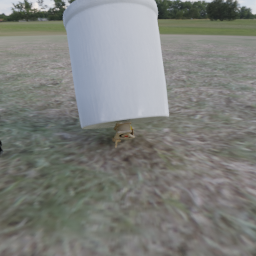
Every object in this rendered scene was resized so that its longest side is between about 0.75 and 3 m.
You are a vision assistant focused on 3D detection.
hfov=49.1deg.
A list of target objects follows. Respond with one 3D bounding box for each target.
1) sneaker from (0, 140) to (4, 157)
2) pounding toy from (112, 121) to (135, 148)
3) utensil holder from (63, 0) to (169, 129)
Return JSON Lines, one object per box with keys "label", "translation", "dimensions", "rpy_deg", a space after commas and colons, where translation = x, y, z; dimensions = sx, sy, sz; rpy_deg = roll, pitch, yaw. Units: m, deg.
{"label": "sneaker", "translation": [-2.323, 0.142, 4.154], "dimensions": [1.123, 1.011, 2.883], "rpy_deg": [-6, 21, -1]}
{"label": "pounding toy", "translation": [-0.062, 0.191, 6.438], "dimensions": [0.501, 0.503, 0.876], "rpy_deg": [-1, -16, -11]}
{"label": "utensil holder", "translation": [-0.247, -1.381, 6.514], "dimensions": [2.206, 2.596, 2.206], "rpy_deg": [-7, -2, 0]}
